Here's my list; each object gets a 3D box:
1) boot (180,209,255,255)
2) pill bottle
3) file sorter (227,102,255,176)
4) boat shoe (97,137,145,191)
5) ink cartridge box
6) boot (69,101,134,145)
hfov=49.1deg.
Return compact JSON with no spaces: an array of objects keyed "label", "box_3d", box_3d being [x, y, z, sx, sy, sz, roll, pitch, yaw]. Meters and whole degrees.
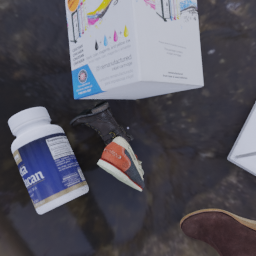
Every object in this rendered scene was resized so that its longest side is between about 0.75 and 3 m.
[{"label":"boot","box_3d":[2.078,2.478,5.599,2.129,1.771,0.770,2,112,14]},{"label":"pill bottle","box_3d":[-1.848,0.679,6.282,1.207,1.207,2.173,-25,82,-4]},{"label":"file sorter","box_3d":[4.174,0.471,5.925,2.950,1.837,2.047,30,80,3]},{"label":"boat shoe","box_3d":[-0.006,0.817,5.880,0.726,2.039,0.638,21,74,26]},{"label":"ink cartridge box","box_3d":[0.086,-2.067,5.754,1.973,2.008,2.728,-5,89,-43]},{"label":"boot","box_3d":[-0.667,0.072,6.696,1.352,0.468,1.177,-20,108,33]}]
